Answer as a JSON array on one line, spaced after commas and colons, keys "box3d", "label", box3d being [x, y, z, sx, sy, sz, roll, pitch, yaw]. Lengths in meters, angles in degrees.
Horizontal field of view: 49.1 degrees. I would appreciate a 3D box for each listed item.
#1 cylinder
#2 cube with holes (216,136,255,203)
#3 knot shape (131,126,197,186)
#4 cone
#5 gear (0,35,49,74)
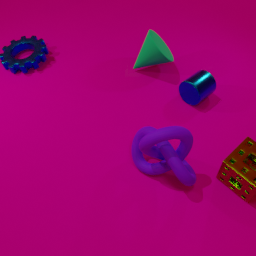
[{"box3d": [2.346, -1.365, 9.474, 0.910, 0.910, 0.910, -35, 59, -25], "label": "cylinder"}, {"box3d": [3.131, 1.099, 7.329, 1.033, 1.033, 1.033, -39, 61, -18], "label": "cube with holes"}, {"box3d": [1.063, 0.768, 7.380, 1.934, 2.066, 0.955, 42, 62, -8], "label": "knot shape"}, {"box3d": [0.703, -2.599, 10.318, 1.392, 1.387, 1.387, -35, 46, 27], "label": "cone"}, {"box3d": [-4.049, -2.892, 10.929, 1.823, 0.337, 1.823, -3, 55, 5], "label": "gear"}]
